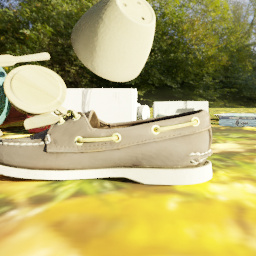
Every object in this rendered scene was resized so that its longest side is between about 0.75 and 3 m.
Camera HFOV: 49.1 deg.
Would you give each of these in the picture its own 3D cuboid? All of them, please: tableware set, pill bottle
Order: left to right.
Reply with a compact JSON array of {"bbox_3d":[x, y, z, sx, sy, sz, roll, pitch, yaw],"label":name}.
[{"bbox_3d":[-2.552,-0.535,5.466,2.733,1.806,0.548,-16,-23,-32],"label":"tableware set"},{"bbox_3d":[0.045,-0.537,10.263,1.404,0.779,0.779,3,6,31],"label":"pill bottle"}]

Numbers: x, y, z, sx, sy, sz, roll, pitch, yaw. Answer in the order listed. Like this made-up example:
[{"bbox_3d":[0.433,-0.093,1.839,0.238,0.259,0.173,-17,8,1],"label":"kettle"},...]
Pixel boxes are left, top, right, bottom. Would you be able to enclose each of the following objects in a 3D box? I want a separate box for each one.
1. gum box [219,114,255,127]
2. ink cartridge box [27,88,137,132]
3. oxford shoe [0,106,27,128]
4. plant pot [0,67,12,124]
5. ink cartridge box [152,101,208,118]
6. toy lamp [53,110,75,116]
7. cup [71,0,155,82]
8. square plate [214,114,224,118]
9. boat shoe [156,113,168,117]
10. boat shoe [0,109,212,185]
[{"bbox_3d":[4.029,-0.286,9.704,1.424,0.373,1.676,3,6,27],"label":"gum box"},{"bbox_3d":[-1.128,-0.513,7.854,2.732,1.131,2.001,0,5,3],"label":"ink cartridge box"},{"bbox_3d":[-3.947,-0.358,8.909,2.822,0.999,1.042,-4,-19,-30],"label":"oxford shoe"},{"bbox_3d":[-4.077,-0.701,6.287,2.054,2.054,2.012,1,12,7],"label":"plant pot"},{"bbox_3d":[1.952,-0.608,10.744,1.974,0.827,1.424,0,5,2],"label":"ink cartridge box"},{"bbox_3d":[-1.801,-0.552,6.579,1.938,0.564,0.564,41,15,10],"label":"toy lamp"},{"bbox_3d":[-0.198,-2.970,8.506,2.552,2.552,1.825,-4,-25,-36],"label":"cup"},{"bbox_3d":[5.154,-0.471,12.415,1.919,0.273,1.901,-2,6,-23],"label":"square plate"},{"bbox_3d":[1.488,-0.210,9.549,1.259,0.458,0.389,11,53,30],"label":"boat shoe"},{"bbox_3d":[-0.326,0.150,2.860,2.313,0.688,0.831,1,5,7],"label":"boat shoe"}]
